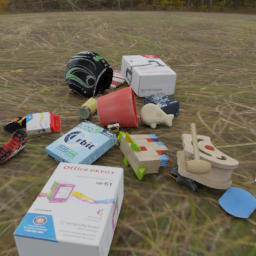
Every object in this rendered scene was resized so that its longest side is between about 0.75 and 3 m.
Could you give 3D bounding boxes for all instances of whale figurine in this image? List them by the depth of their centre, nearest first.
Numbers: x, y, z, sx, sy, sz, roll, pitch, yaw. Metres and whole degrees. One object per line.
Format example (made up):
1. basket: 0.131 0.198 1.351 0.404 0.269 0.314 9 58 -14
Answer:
1. whale figurine: 1.136 -0.433 11.285 1.345 0.698 1.070 15 72 1

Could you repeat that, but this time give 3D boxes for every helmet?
1. helmet: -2.055 -2.696 14.025 2.178 2.285 2.285 30 37 15

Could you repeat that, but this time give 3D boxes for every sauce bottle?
1. sauce bottle: -1.569 -1.001 12.390 0.606 0.606 1.872 9 28 15

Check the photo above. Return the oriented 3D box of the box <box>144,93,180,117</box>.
1. box: 1.439 -0.943 12.144 0.957 0.690 1.289 -18 33 -29

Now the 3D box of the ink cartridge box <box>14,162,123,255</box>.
1. ink cartridge box: -1.176 1.941 6.543 1.774 1.039 2.455 4 28 9

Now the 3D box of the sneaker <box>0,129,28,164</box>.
1. sneaker: -3.877 0.723 9.321 0.510 0.706 1.444 31 62 11

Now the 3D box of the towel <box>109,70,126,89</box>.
1. towel: -0.867 -2.779 15.960 1.636 0.258 2.272 17 35 25

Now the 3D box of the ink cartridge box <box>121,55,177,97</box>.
1. ink cartridge box: 1.015 -2.779 14.552 2.013 1.156 2.772 -6 34 -19

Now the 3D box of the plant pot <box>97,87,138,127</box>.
1. plant pot: -0.415 -0.743 11.056 1.413 1.596 1.596 -8 28 7

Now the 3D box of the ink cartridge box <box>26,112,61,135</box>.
1. ink cartridge box: -3.168 -0.199 10.547 1.191 0.401 0.692 -8 64 -9

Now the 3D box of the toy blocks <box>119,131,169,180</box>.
1. toy blocks: 0.636 0.787 8.951 1.344 0.982 1.966 0 29 -23

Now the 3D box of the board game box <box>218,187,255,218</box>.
1. board game box: 2.878 2.000 7.348 0.803 0.198 1.017 30 44 34

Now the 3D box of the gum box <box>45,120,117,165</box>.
1. gum box: -1.545 0.568 9.390 1.553 0.407 1.827 23 46 35

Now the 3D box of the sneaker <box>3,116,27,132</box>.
1. sneaker: -4.454 -0.158 11.092 0.535 0.416 1.189 8 26 38

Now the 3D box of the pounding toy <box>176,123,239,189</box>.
1. pounding toy: 2.304 0.674 7.933 1.504 1.509 2.631 13 19 3

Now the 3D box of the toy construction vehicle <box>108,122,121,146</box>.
1. toy construction vehicle: -0.597 0.313 10.188 1.197 0.422 1.042 -13 40 -1

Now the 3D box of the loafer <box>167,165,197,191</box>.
1. loafer: 1.572 1.504 8.097 0.401 0.404 1.109 -26 29 -14
